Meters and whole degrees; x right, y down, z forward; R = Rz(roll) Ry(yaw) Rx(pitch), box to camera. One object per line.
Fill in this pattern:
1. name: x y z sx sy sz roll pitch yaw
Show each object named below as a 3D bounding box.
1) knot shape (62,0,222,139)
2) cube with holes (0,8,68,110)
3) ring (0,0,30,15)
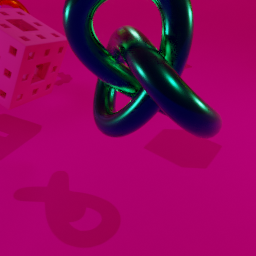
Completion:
1. knot shape: 0.038 -0.575 3.066 0.890 1.926 1.802 -36 6 -29
2. cube with holes: -2.124 -1.343 5.244 1.253 1.253 1.253 33 30 8
3. ring: -3.615 -3.435 8.686 0.273 1.367 1.367 -17 18 42
